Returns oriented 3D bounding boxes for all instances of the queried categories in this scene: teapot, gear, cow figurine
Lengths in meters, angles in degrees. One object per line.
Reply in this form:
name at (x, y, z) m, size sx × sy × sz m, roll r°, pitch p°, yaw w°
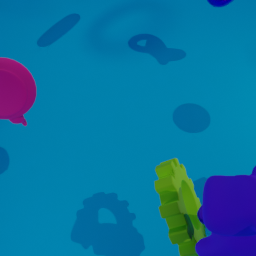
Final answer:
teapot at (-1.826, -0.577, 4.211) m, size 0.917 × 1.474 × 0.722 m, roll -15°, pitch 28°, yaw -5°
gear at (0.841, 1.205, 4.291) m, size 0.270 × 1.459 × 1.459 m, roll -22°, pitch 63°, yaw 19°
cow figurine at (1.429, 1.107, 3.189) m, size 1.595 × 1.569 × 0.875 m, roll 23°, pitch 54°, yaw -13°

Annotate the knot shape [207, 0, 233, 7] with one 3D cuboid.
knot shape at (2.541, -3.696, 6.399) m, size 1.637 × 1.749 × 0.808 m, roll 16°, pitch 44°, yaw 23°
